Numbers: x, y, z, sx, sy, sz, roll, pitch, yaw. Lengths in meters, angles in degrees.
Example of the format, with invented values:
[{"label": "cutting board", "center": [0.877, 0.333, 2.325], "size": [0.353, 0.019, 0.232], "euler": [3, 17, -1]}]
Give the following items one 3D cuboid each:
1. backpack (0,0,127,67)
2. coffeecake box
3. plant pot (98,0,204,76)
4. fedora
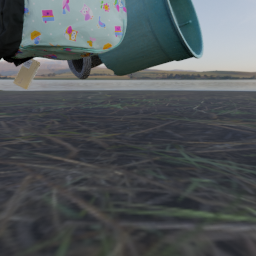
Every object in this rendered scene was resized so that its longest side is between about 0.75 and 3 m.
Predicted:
[{"label": "backpack", "center": [-1.332, -2.187, 5.510], "size": [2.554, 2.131, 1.616], "euler": [-3, 16, -35]}, {"label": "coffeecake box", "center": [-2.844, -1.530, 7.914], "size": [0.395, 0.830, 1.081], "euler": [27, -2, -19]}, {"label": "plant pot", "center": [0.554, -3.062, 8.850], "size": [2.775, 2.834, 2.834], "euler": [-17, 0, 31]}, {"label": "fedora", "center": [-1.465, -3.025, 10.297], "size": [1.201, 2.353, 2.660], "euler": [-14, 11, -22]}]
